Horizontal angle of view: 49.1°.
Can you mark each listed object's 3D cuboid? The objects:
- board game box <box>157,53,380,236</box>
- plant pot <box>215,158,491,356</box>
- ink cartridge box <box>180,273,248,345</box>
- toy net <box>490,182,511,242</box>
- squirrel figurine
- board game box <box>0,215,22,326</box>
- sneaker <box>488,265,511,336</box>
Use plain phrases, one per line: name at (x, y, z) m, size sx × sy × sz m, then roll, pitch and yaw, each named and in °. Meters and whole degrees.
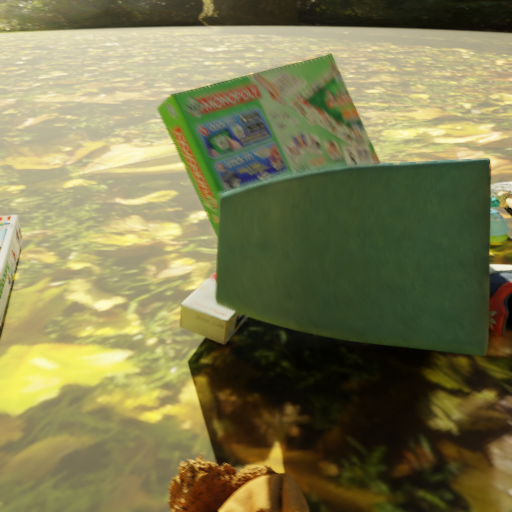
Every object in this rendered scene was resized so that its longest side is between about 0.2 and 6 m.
board game box at (0.590, -2.186, 11.279) m, size 4.570 × 3.075 × 0.665 m, roll -28°, pitch 5°, yaw -38°
plant pot at (1.120, 0.010, 7.373) m, size 3.146 × 2.222 × 2.223 m, roll 2°, pitch -3°, yaw 5°
ink cartridge box at (-0.560, 0.775, 8.497) m, size 0.785 × 0.446 × 1.077 m, roll 19°, pitch 31°, yaw 17°
toy net at (5.006, -1.067, 12.099) m, size 1.419 × 0.522 × 2.705 m, roll 17°, pitch 31°, yaw 34°
squirrel figurine at (-0.323, 2.538, 4.967) m, size 1.512 × 1.146 × 1.620 m, roll -18°, pitch 17°, yaw -11°
board game box at (-5.220, 0.320, 9.333) m, size 2.119 × 0.581 × 3.357 m, roll -8°, pitch 29°, yaw -13°
sneaker at (4.649, 0.649, 8.309) m, size 2.917 × 1.093 × 1.233 m, roll -11°, pitch 28°, yaw -1°
